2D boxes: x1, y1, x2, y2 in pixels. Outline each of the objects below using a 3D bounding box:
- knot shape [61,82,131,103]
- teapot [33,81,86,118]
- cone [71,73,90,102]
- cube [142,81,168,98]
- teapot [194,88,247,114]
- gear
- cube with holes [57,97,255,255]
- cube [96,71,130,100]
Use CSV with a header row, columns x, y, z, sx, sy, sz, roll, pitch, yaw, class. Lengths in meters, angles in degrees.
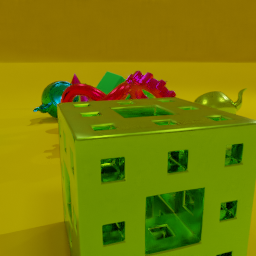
x,y,z,sx,sy,sz,roll,pitch,yaw,class
-0.800,-0.563,7.056,1.786,0.882,1.908,-1,-14,1,knot shape
-1.942,-0.834,8.077,1.831,1.139,0.897,-33,3,-27,teapot
-1.833,-1.349,9.948,1.170,1.174,1.170,-4,10,1,cone
0.869,-1.251,10.292,0.923,0.923,0.923,7,16,26,cube
2.095,-0.490,6.822,1.732,0.848,1.077,-17,-28,14,teapot
0.624,-0.850,7.636,1.599,1.599,0.296,15,60,46,gear
0.126,0.501,2.583,1.343,1.343,1.343,-5,15,-18,cube with holes
-0.414,-1.147,8.946,0.877,0.877,0.877,37,-4,-41,cube
